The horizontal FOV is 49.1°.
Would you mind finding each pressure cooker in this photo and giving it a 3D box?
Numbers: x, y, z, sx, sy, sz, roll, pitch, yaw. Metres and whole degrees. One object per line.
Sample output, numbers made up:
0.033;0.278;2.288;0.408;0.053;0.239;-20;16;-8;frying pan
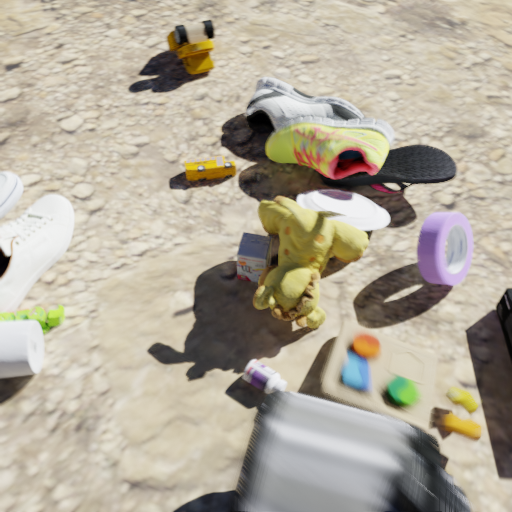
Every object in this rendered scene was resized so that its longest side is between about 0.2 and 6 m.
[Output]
1.153;3.031;6.757;2.715;2.388;2.425;13;92;10;pressure cooker

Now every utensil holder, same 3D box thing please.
-4.175;1.544;9.197;1.113;0.946;0.946;-3;52;-6;utensil holder

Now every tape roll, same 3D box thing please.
3.460;-0.132;10.229;0.431;1.315;1.315;4;43;47;tape roll

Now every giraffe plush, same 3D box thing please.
0.774;0.204;9.838;2.067;2.396;1.943;19;88;-3;giraffe plush

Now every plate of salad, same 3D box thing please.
1.716;-0.866;11.195;1.872;0.450;1.872;9;28;-5;plate of salad

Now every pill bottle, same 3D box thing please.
0.148;2.019;9.161;0.669;0.373;0.373;28;57;21;pill bottle

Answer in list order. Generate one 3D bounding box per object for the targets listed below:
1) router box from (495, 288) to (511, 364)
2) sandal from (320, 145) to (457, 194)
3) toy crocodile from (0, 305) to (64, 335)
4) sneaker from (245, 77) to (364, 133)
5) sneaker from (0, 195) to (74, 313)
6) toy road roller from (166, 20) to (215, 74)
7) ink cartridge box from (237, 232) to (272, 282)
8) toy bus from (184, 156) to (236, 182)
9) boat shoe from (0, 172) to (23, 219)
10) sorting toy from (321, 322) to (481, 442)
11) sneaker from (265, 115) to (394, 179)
5.263;1.753;9.176;1.937;0.663;2.597;1;52;1;router box
2.808;-1.772;11.994;2.842;0.640;1.067;0;50;21;sandal
-4.101;1.126;9.793;1.458;0.492;0.450;-7;47;-8;toy crocodile
1.111;-3.044;12.823;3.043;1.122;1.217;23;69;22;sneaker
-4.349;-0.265;10.396;1.084;1.260;2.977;10;51;10;sneaker
-1.649;-5.402;14.696;1.019;1.211;1.659;-17;17;-15;toy road roller
-0.035;0.037;10.442;0.569;0.783;0.566;9;53;7;ink cartridge box
-0.999;-1.911;12.235;1.097;0.357;0.430;-8;52;-6;toy bus
-6.036;-0.936;11.069;1.084;0.984;2.946;34;59;24;boat shoe
2.365;1.936;8.857;2.408;0.322;1.794;19;36;10;sorting toy
1.422;-2.176;11.762;2.764;1.080;1.248;0;58;25;sneaker
